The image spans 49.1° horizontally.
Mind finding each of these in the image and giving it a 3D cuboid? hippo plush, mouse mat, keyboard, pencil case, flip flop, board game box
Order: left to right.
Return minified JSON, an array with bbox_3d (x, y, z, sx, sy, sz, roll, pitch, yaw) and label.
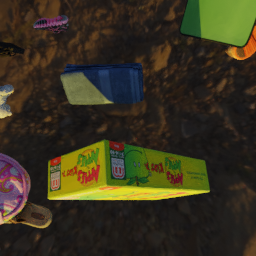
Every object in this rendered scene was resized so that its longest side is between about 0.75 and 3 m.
[{"bbox_3d":[-3.269,-1.744,6.215,0.941,1.808,0.358,32,117,38],"label":"keyboard"},{"bbox_3d":[-2.501,1.194,5.384,1.201,2.746,1.201,5,76,-20],"label":"pencil case"},{"bbox_3d":[-3.218,-0.668,7.226,0.744,0.934,0.751,-20,109,-13],"label":"hippo plush"},{"bbox_3d":[-2.641,2.082,6.826,1.599,0.460,0.648,10,77,10],"label":"flip flop"},{"bbox_3d":[0.162,0.959,5.444,1.511,2.974,0.708,-21,65,39],"label":"board game box"},{"bbox_3d":[1.969,-2.720,5.935,0.081,2.162,1.739,1,114,-32],"label":"mouse mat"}]

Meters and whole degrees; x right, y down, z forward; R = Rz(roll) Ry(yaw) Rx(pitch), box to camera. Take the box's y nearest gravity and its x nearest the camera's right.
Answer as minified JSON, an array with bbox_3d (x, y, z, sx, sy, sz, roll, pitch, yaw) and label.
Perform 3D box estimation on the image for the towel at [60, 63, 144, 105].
[{"bbox_3d":[-0.525,-0.951,6.139,1.719,0.960,0.417,-1,42,5],"label":"towel"}]

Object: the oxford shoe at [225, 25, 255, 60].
[{"bbox_3d":[3.416,-2.572,7.326,1.957,0.713,0.698,-34,113,3],"label":"oxford shoe"}]

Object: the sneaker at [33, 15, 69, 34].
[{"bbox_3d":[-1.626,-2.161,6.006,0.770,0.367,0.304,-5,58,5],"label":"sneaker"}]
